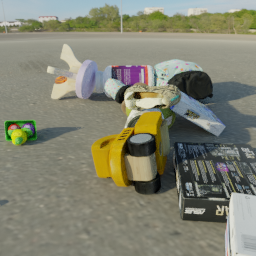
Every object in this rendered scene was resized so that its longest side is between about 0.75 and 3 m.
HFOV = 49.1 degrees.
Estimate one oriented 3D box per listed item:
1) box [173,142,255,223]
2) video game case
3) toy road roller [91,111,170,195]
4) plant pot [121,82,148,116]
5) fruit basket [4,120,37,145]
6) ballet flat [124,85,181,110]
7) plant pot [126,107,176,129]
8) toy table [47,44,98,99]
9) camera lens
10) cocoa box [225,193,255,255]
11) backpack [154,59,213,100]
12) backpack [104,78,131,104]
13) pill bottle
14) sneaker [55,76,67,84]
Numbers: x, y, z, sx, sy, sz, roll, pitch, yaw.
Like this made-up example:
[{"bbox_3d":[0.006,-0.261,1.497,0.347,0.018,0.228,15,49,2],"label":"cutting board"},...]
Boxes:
[{"bbox_3d":[2.275,1.186,6.872,2.175,0.591,2.715,2,22,4],"label":"box"},{"bbox_3d":[2.367,-0.727,10.506,2.002,0.502,2.209,27,19,-12],"label":"video game case"},{"bbox_3d":[0.096,0.576,7.346,1.692,1.425,2.318,-1,23,20],"label":"toy road roller"},{"bbox_3d":[0.356,-1.051,11.653,1.351,1.351,1.178,18,45,37],"label":"plant pot"},{"bbox_3d":[-3.594,0.139,9.342,1.108,0.799,1.108,-2,5,0],"label":"fruit basket"},{"bbox_3d":[0.454,-0.834,8.103,2.262,0.767,0.851,3,28,47],"label":"ballet flat"},{"bbox_3d":[0.964,-0.594,10.466,1.448,1.448,1.548,-19,44,-38],"label":"plant pot"},{"bbox_3d":[-2.620,-2.550,13.616,1.721,2.702,2.939,16,-4,4],"label":"toy table"},{"bbox_3d":[0.564,-0.087,9.082,1.224,1.224,1.530,3,19,6],"label":"camera lens"},{"bbox_3d":[2.148,1.944,4.511,1.019,1.003,1.528,6,23,15],"label":"cocoa box"},{"bbox_3d":[2.441,-2.287,13.661,2.454,1.861,2.940,-9,22,-16],"label":"backpack"},{"bbox_3d":[-0.500,-1.742,12.496,0.730,0.962,1.153,17,23,-49],"label":"backpack"},{"bbox_3d":[-0.170,-2.326,14.046,2.843,1.599,1.599,-1,22,-3],"label":"pill bottle"},{"bbox_3d":[-3.474,-2.741,16.387,1.564,0.607,0.876,-6,22,-15],"label":"sneaker"}]
